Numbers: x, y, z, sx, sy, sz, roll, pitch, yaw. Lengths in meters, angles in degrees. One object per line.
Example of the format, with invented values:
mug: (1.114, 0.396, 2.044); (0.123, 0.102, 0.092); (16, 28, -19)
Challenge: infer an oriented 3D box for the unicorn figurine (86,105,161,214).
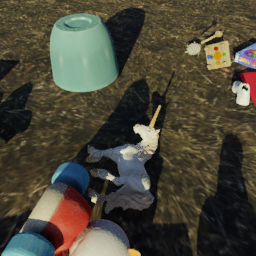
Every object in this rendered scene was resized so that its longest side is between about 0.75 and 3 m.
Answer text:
unicorn figurine: (-0.019, 0.846, 7.210); (2.039, 1.097, 2.969); (2, 54, -13)

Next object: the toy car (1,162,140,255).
toy car: (-0.876, 2.265, 5.207); (2.330, 2.061, 2.148); (32, 30, -6)

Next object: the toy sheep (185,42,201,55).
toy sheep: (2.946, -3.577, 12.682); (0.831, 0.573, 0.573); (-26, 44, -1)

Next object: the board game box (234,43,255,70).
board game box: (5.721, -3.171, 12.280); (1.790, 0.401, 1.204); (-29, 48, -29)

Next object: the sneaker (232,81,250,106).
sneaker: (4.111, -1.394, 10.024); (0.525, 0.599, 1.494); (5, 35, 5)

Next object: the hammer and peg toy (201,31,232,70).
hammer and peg toy: (3.570, -3.118, 11.276); (0.497, 1.409, 1.036); (-19, 12, -40)

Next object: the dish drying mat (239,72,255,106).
dish drying mat: (4.952, -1.231, 10.106); (1.115, 0.264, 2.903); (1, 41, 3)

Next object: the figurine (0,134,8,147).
figurine: (-4.564, 0.275, 8.053); (1.754, 0.755, 1.711); (-27, 51, -27)

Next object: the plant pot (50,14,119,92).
plant pot: (-1.737, -3.005, 10.642); (2.655, 2.131, 2.655); (-2, 42, 2)
